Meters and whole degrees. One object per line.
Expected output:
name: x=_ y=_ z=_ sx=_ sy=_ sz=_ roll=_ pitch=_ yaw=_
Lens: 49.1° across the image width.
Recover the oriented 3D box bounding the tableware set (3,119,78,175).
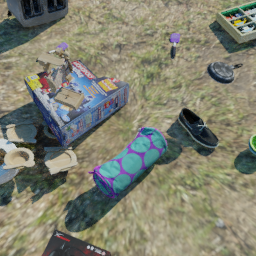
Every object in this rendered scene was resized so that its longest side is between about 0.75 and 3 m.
tableware set: x=-2.524 y=0.460 z=8.051 sx=1.895 sy=0.263 sz=2.268 roll=-5 pitch=45 yaw=-17

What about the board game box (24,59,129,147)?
board game box: x=-1.464 y=-1.033 z=8.901 sx=2.693 sy=0.831 sz=2.695 roll=-25 pitch=52 yaw=-25

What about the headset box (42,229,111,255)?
headset box: x=-1.371 y=3.449 z=6.104 sx=1.428 sy=0.741 sz=1.918 roll=18 pitch=57 yaw=12

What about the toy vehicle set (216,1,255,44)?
toy vehicle set: x=5.281 y=-4.486 z=11.440 sx=2.801 sy=0.371 sz=1.741 roll=-20 pitch=56 yaw=-10

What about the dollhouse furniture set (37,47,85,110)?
dollhouse furniture set: x=-0.911 y=-0.769 z=4.142 sx=0.418 sy=0.945 sz=0.490 roll=21 pitch=63 yaw=14

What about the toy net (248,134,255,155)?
toy net: x=4.633 y=0.360 z=8.323 sx=2.255 sy=0.436 sz=1.183 roll=-30 pitch=61 yaw=-18

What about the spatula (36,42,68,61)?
spatula: x=-2.896 y=-2.884 z=10.644 sx=1.317 sy=0.135 sz=0.372 roll=-33 pitch=61 yaw=-19

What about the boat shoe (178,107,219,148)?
boat shoe: x=2.147 y=-0.008 z=8.527 sx=0.555 sy=0.522 sz=1.544 roll=-32 pitch=64 yaw=-21

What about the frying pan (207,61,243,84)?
frying pan: x=2.932 y=-1.616 z=8.060 sx=1.402 sy=0.228 sz=0.848 roll=-4 pitch=58 yaw=-17

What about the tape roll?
tape roll: x=-3.675 y=0.941 z=7.936 sx=1.248 sy=0.436 sz=1.248 roll=0 pitch=56 yaw=0

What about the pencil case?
pencil case: x=0.046 y=0.887 z=7.666 sx=2.162 sy=0.920 sz=0.999 roll=-40 pitch=89 yaw=-23

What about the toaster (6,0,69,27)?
toaster: x=-3.691 y=-5.403 z=11.117 sx=2.223 sy=2.458 sz=1.459 roll=-27 pitch=63 yaw=-25

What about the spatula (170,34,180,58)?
spatula: x=1.802 y=-3.196 z=10.851 sx=0.363 sy=0.132 sz=1.285 roll=6 pitch=57 yaw=6
